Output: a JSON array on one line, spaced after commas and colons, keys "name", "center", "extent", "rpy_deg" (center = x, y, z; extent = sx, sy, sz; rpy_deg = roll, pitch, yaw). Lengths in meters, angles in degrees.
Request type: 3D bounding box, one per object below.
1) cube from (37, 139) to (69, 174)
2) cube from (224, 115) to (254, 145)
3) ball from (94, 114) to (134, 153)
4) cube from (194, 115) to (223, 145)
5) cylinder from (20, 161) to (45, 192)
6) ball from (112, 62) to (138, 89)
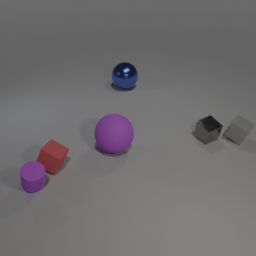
[{"name": "cube", "center": [-2.473, 0.933, 9.182], "extent": [0.700, 0.700, 0.700], "rpy_deg": [29, 29, 0]}, {"name": "cube", "center": [4.244, 0.062, 10.713], "extent": [0.700, 0.700, 0.700], "rpy_deg": [36, 43, 17]}, {"name": "ball", "center": [-0.488, 0.186, 9.954], "extent": [1.400, 1.400, 1.400], "rpy_deg": [0, 32, 0]}, {"name": "cube", "center": [3.059, 0.067, 10.712], "extent": [0.700, 0.700, 0.700], "rpy_deg": [-22, 49, -21]}, {"name": "cylinder", "center": [-2.867, 1.469, 8.436], "extent": [0.700, 0.700, 0.700], "rpy_deg": [10, 47, -11]}, {"name": "ball", "center": [-0.164, -2.749, 14.729], "extent": [1.400, 1.400, 1.400], "rpy_deg": [0, 32, 0]}]
